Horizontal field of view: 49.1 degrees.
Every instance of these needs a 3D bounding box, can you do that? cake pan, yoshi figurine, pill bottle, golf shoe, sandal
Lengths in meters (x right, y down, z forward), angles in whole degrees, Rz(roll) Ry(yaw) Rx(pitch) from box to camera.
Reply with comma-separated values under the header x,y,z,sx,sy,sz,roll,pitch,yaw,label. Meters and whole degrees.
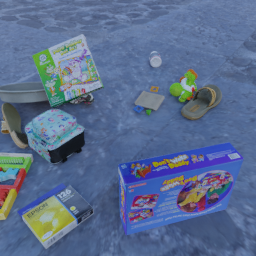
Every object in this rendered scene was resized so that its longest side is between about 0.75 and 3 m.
x,y,z,sx,sy,sz,roll,pitch,yaw,label
-3.963,-1.493,11.468,2.685,0.492,2.685,-2,17,0,cake pan
2.442,-1.943,12.613,1.099,1.103,1.963,-1,37,25,yoshi figurine
1.483,-3.783,15.271,0.604,0.604,1.010,-1,37,-1,pill bottle
-2.046,-1.324,12.059,1.243,0.548,0.480,2,38,19,golf shoe
3.190,-1.267,11.861,1.111,0.747,2.765,26,44,30,sandal
-4.346,0.019,10.253,0.731,0.815,2.221,-42,58,11,sandal

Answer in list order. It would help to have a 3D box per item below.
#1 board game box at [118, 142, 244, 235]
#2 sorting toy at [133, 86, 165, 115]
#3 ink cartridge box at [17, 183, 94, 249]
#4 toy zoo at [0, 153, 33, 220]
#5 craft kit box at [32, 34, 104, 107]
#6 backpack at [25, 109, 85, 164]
x,y,z,sx,sy,sz,roll,pitch,yaw,label
1.261,1.560,7.156,2.945,1.980,0.659,-9,38,-13,board game box
0.937,-1.142,11.990,1.018,0.246,1.807,19,52,22,sorting toy
-2.004,2.230,7.643,1.534,0.365,1.553,-31,49,-34,ink cartridge box
-4.144,1.766,8.282,1.827,0.285,2.785,2,37,2,toy zoo
-2.088,-1.975,9.820,1.972,1.947,0.478,-21,-3,5,craft kit box
-2.573,0.175,9.579,1.817,1.368,1.613,24,44,34,backpack
